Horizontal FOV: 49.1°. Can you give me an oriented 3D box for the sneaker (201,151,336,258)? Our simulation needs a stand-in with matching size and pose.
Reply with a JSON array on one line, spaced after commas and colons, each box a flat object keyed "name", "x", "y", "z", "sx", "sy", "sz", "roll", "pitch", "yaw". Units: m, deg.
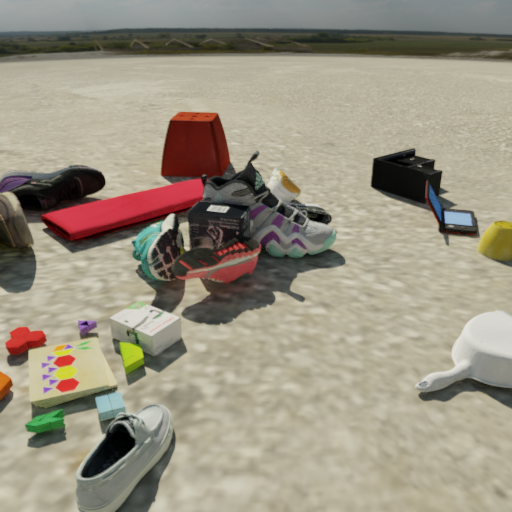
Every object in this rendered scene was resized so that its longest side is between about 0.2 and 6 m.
[{"name": "sneaker", "x": 0.200, "y": -1.119, "z": 11.447, "sx": 2.942, "sy": 2.058, "sz": 1.143, "roll": 4, "pitch": 26, "yaw": 9}]

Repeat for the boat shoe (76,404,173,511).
[{"name": "boat shoe", "x": -1.428, "y": 2.108, "z": 6.276, "sx": 0.587, "sy": 0.599, "sz": 1.683, "roll": 5, "pitch": 24, "yaw": 17}]

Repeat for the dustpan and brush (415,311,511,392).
[{"name": "dustpan and brush", "x": 3.147, "y": 1.468, "z": 7.866, "sx": 2.173, "sy": 0.622, "sz": 1.516, "roll": -5, "pitch": 25, "yaw": -25}]

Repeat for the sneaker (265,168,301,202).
[{"name": "sneaker", "x": 0.446, "y": -1.505, "z": 13.647, "sx": 0.907, "sy": 1.052, "sz": 2.399, "roll": 45, "pitch": 8, "yaw": 0}]

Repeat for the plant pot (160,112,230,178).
[{"name": "plant pot", "x": -1.814, "y": -3.412, "z": 16.852, "sx": 1.842, "sy": 1.625, "sz": 1.844, "roll": 3, "pitch": 25, "yaw": 5}]

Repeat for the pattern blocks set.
[{"name": "pattern blocks set", "x": -2.638, "y": 1.599, "z": 7.867, "sx": 2.086, "sy": 0.192, "sz": 2.373, "roll": -5, "pitch": 26, "yaw": -11}]

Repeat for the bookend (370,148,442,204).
[{"name": "bookend", "x": 4.405, "y": -2.219, "z": 15.238, "sx": 1.801, "sy": 0.835, "sz": 1.812, "roll": -18, "pitch": 31, "yaw": -34}]

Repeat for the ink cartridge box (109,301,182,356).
[{"name": "ink cartridge box", "x": -1.702, "y": 1.113, "z": 8.680, "sx": 0.911, "sy": 0.384, "sz": 0.666, "roll": 16, "pitch": 29, "yaw": 30}]

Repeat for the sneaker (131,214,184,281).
[{"name": "sneaker", "x": -1.958, "y": -0.080, "z": 10.925, "sx": 0.949, "sy": 0.923, "sz": 2.382, "roll": -16, "pitch": 18, "yaw": 2}]

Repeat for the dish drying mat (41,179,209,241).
[{"name": "dish drying mat", "x": -2.781, "y": -1.187, "z": 13.604, "sx": 4.339, "sy": 0.395, "sz": 1.666, "roll": -21, "pitch": 32, "yaw": -36}]

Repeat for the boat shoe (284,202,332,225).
[{"name": "boat shoe", "x": 0.904, "y": -0.823, "z": 12.529, "sx": 1.743, "sy": 0.643, "sz": 0.595, "roll": 1, "pitch": 21, "yaw": -31}]

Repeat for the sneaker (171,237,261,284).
[{"name": "sneaker", "x": -0.672, "y": 0.243, "z": 10.098, "sx": 1.757, "sy": 0.762, "sz": 0.648, "roll": -15, "pitch": 35, "yaw": -29}]

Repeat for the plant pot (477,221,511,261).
[{"name": "plant pot", "x": 5.058, "y": -0.358, "z": 11.522, "sx": 0.887, "sy": 0.629, "sz": 0.887, "roll": 0, "pitch": 25, "yaw": 0}]

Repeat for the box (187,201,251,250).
[{"name": "box", "x": -0.715, "y": -0.428, "z": 11.109, "sx": 1.114, "sy": 1.096, "sz": 0.691, "roll": 7, "pitch": 28, "yaw": 14}]

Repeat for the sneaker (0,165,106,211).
[{"name": "sneaker", "x": -5.042, "y": -1.532, "z": 14.015, "sx": 2.554, "sy": 0.967, "sz": 1.118, "roll": -9, "pitch": 45, "yaw": -15}]

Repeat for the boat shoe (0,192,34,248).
[{"name": "boat shoe", "x": -5.688, "y": -0.683, "z": 11.847, "sx": 1.190, "sy": 1.209, "sz": 3.247, "roll": -29, "pitch": 28, "yaw": -30}]

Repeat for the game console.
[{"name": "game console", "x": 4.505, "y": -1.144, "z": 12.963, "sx": 1.201, "sy": 0.827, "sz": 1.393, "roll": 7, "pitch": 27, "yaw": 15}]
